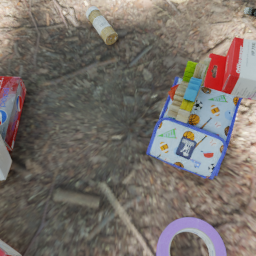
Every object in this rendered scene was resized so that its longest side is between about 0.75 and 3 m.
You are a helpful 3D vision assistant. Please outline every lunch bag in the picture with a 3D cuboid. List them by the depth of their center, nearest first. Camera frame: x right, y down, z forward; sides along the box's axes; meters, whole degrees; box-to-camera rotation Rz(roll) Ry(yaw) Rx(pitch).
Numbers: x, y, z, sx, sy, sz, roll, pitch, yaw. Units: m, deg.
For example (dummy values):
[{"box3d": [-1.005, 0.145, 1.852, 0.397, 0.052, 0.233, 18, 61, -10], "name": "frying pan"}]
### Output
[{"box3d": [1.717, 0.027, 7.407, 1.894, 1.379, 2.228, 21, 76, 12], "name": "lunch bag"}]

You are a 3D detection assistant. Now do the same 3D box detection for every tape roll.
[{"box3d": [1.414, 2.849, 6.376, 1.504, 0.493, 1.504, 0, 62, -1], "name": "tape roll"}]

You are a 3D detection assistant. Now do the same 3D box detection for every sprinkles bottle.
[{"box3d": [-0.924, -3.573, 9.747, 0.517, 0.517, 1.514, -27, 66, -13], "name": "sprinkles bottle"}]

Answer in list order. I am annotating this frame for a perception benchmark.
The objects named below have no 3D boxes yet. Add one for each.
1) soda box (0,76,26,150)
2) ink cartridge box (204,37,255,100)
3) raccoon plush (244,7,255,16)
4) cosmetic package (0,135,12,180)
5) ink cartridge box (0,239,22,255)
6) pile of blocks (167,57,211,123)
[{"box3d": [-3.534, -0.446, 8.006, 0.742, 0.672, 2.120, 2, 62, -1], "name": "soda box"}, {"box3d": [3.863, -1.767, 8.554, 2.753, 0.926, 1.599, 13, 62, 7], "name": "ink cartridge box"}, {"box3d": [4.919, -4.192, 9.816, 1.454, 0.974, 0.703, 14, 63, 7], "name": "raccoon plush"}, {"box3d": [-3.646, 0.455, 6.805, 0.978, 1.817, 0.771, -6, 37, -2], "name": "cosmetic package"}, {"box3d": [-3.894, 3.328, 5.766, 1.910, 1.108, 2.647, 28, 66, 14], "name": "ink cartridge box"}, {"box3d": [1.404, -1.052, 6.720, 0.678, 0.896, 2.183, 18, 52, 14], "name": "pile of blocks"}]
